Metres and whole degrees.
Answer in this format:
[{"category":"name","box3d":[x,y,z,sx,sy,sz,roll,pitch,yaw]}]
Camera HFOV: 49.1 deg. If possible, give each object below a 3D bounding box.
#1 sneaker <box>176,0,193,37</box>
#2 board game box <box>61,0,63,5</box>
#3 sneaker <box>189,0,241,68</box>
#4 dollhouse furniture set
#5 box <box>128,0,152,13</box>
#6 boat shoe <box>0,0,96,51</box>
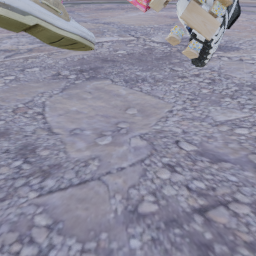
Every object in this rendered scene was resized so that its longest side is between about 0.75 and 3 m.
[{"category":"sneaker","box3d":[2.468,-3.989,10.498,0.889,2.307,0.983,-32,-12,24]},{"category":"board game box","box3d":[-3.184,-4.857,11.376,1.157,0.886,0.233,-38,83,-28]},{"category":"sneaker","box3d":[2.659,-3.100,8.272,1.322,2.923,0.971,-23,53,-23]},{"category":"dollhouse furniture set","box3d":[1.415,-2.664,6.289,1.625,1.493,1.058,33,2,-13]},{"category":"box","box3d":[0.225,-4.062,7.989,1.395,0.666,0.695,40,69,13]},{"category":"boat shoe","box3d":[-1.333,-1.863,4.688,0.797,0.729,2.133,3,-3,36]}]
